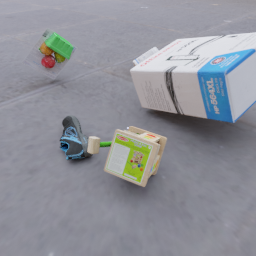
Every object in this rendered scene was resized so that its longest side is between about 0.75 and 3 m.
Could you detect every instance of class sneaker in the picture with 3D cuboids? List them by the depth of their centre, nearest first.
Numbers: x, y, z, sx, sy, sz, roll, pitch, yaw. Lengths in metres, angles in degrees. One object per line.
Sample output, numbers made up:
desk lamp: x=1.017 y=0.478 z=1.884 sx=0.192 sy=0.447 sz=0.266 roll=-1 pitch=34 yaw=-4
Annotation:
sneaker: x=-1.345 y=0.184 z=6.515 sx=0.615 sy=0.550 sz=1.502 roll=-18 pitch=36 yaw=-20

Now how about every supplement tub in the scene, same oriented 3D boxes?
supplement tub: x=0.722 y=-2.389 z=10.073 sx=0.962 sy=0.635 sz=0.635 roll=-32 pitch=37 yaw=2

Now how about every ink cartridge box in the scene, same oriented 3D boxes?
ink cartridge box: x=1.818 y=-1.363 z=7.024 sx=2.150 sy=1.242 sz=2.945 roll=-38 pitch=32 yaw=-27

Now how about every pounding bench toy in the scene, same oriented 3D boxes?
pounding bench toy: x=-0.028 y=0.413 z=5.520 sx=1.313 sy=0.816 sz=1.024 roll=19 pitch=11 yaw=15

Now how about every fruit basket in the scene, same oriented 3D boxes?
fruit basket: x=-2.568 y=-2.433 z=9.294 sx=1.312 sy=1.416 sz=0.664 roll=25 pitch=27 yaw=-48
